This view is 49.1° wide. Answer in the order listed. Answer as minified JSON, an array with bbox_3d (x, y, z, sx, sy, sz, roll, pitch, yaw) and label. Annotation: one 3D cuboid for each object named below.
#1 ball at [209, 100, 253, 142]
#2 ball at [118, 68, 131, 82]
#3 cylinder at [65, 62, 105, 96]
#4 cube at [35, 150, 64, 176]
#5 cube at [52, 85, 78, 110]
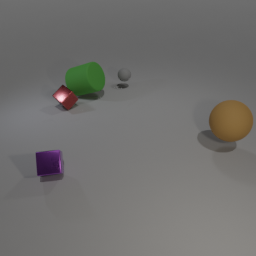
[{"bbox_3d":[3.445,-0.238,9.407,1.400,1.400,1.400,0,30,0],"label":"ball"},{"bbox_3d":[-0.189,-2.771,14.567,0.700,0.700,0.700,0,30,0],"label":"ball"},{"bbox_3d":[-2.054,-2.355,13.528,1.400,1.400,1.400,-8,23,32],"label":"cylinder"},{"bbox_3d":[-2.351,1.061,8.470,0.700,0.700,0.700,-6,-8,-8],"label":"cube"},{"bbox_3d":[-2.799,-1.365,12.554,0.700,0.700,0.700,35,79,27],"label":"cube"}]
